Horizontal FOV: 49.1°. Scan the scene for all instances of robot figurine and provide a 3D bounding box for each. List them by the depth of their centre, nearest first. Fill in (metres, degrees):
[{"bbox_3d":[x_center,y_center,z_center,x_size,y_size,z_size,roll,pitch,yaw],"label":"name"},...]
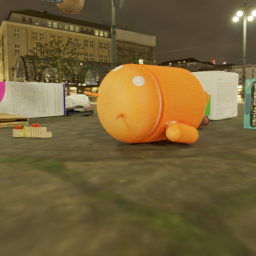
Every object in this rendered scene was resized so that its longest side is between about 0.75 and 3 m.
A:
[{"bbox_3d":[0.487,-0.461,5.367,2.514,1.808,1.466,-5,-13,-39],"label":"robot figurine"}]

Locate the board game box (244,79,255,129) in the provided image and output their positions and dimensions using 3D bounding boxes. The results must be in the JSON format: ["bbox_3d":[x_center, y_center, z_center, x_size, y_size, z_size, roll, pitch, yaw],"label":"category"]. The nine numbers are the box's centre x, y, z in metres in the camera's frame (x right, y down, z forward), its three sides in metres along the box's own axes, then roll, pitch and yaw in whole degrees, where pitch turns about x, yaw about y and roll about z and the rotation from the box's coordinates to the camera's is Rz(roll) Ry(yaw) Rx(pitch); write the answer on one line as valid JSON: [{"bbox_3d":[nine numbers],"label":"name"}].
[{"bbox_3d":[3.824,-0.579,6.969,0.414,1.332,1.764,-5,8,-37],"label":"board game box"}]

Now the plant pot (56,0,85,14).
[{"bbox_3d":[-1.799,-4.135,8.866,0.961,0.961,0.443,-3,19,-26],"label":"plant pot"}]

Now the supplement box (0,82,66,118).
[{"bbox_3d":[-4.164,-1.168,11.713,1.449,1.480,2.864,6,10,33],"label":"supplement box"}]

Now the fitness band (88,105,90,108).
[{"bbox_3d":[-3.989,-1.759,21.689,1.849,0.482,2.574,-1,7,-29],"label":"fitness band"}]

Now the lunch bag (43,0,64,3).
[{"bbox_3d":[-2.233,-3.647,6.796,1.445,0.596,1.162,13,-15,1],"label":"lunch bag"}]

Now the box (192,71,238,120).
[{"bbox_3d":[3.026,-1.310,11.297,2.095,1.803,2.105,6,9,43],"label":"box"}]

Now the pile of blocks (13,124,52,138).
[{"bbox_3d":[-2.084,0.040,6.140,0.926,0.288,0.380,2,7,9],"label":"pile of blocks"}]

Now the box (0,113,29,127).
[{"bbox_3d":[-4.587,-0.238,8.638,2.143,0.279,2.621,-6,9,-38],"label":"box"}]

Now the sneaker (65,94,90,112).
[{"bbox_3d":[-3.146,-1.138,13.929,2.577,0.960,1.123,-7,1,16],"label":"sneaker"}]

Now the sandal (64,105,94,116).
[{"bbox_3d":[-2.590,-0.811,12.906,2.177,0.466,0.828,3,7,25],"label":"sandal"}]

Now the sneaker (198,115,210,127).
[{"bbox_3d":[1.758,-0.201,7.889,0.521,0.377,1.067,-6,6,-44],"label":"sneaker"}]
